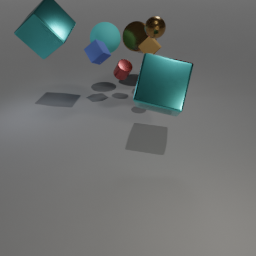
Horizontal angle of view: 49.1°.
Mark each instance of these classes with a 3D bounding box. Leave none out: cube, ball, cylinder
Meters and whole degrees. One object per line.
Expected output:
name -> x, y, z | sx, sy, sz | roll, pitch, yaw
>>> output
cube -> -1.271, -3.177, 11.763 | 0.700, 0.700, 0.700 | -33, -9, 23
cube -> 0.977, -3.593, 12.414 | 0.700, 0.700, 0.700 | 47, 22, -7
ball -> 0.897, -3.316, 9.241 | 0.700, 0.700, 0.700 | 0, 29, 0
cylinder -> -0.236, -2.668, 12.842 | 0.700, 0.700, 0.700 | 10, 61, -19
cylinder -> 0.604, -4.518, 14.058 | 1.400, 1.400, 1.400 | 10, 14, 18
cube -> -3.084, -3.759, 10.539 | 1.400, 1.400, 1.400 | -23, 38, 37
ball -> -1.043, -4.112, 12.843 | 1.400, 1.400, 1.400 | 0, 29, 0
cube -> 1.017, -1.226, 8.360 | 1.400, 1.400, 1.400 | 14, -2, 5
